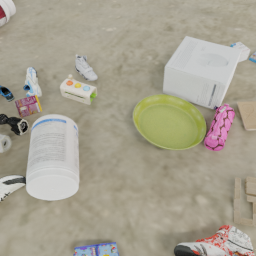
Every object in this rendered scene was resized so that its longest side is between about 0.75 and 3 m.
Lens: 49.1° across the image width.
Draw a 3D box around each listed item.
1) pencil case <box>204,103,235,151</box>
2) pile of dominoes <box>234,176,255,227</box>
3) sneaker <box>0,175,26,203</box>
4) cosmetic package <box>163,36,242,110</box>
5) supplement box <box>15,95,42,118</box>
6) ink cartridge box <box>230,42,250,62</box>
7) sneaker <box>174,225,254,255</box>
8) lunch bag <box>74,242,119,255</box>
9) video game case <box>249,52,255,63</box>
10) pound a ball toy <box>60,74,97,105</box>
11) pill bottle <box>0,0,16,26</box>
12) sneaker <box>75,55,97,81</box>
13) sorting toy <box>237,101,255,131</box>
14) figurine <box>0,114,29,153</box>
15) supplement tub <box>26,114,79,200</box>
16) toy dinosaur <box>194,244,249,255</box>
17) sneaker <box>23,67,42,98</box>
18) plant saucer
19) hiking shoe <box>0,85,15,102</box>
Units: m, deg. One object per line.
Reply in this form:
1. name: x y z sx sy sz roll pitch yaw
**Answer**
1. pencil case: 3.419 -0.044 10.448 0.835 0.862 1.841 18 53 16
2. pile of dominoes: 4.003 2.369 8.930 1.264 0.258 1.621 11 59 8
3. sneaker: -4.159 2.153 8.800 2.084 0.768 0.834 -23 68 -13
4. cosmetic package: 3.120 -2.391 11.956 2.512 1.544 2.504 22 53 17
5. supplement box: -4.014 -0.882 11.327 0.903 0.591 0.466 -19 53 -17
6. ink cartridge box: 5.434 -3.721 13.714 0.577 0.574 0.787 -20 53 -16
7. sneaker: 2.362 3.226 7.705 2.192 0.732 1.175 13 42 3
8. lunch bag: -0.760 3.709 7.581 1.294 0.609 0.974 -3 48 -18
9. video game case: 6.908 -3.573 13.876 1.178 0.147 1.647 34 57 24
10. pound a ball toy: -2.117 -1.791 12.014 1.663 0.706 1.084 20 53 15
11. pill bottle: -7.489 -6.114 15.090 1.528 1.528 2.704 25 55 19
12. sneaker: -1.947 -2.758 12.745 0.538 0.823 1.431 -35 58 -26
13. sorting toy: 5.508 -0.481 11.186 2.047 0.301 1.513 -1 53 -2
14. figurine: -4.782 0.099 10.567 1.462 0.645 1.499 17 51 25
15. supplement tub: -2.415 0.909 9.166 1.610 1.610 2.440 -5 50 -4
16. toy dinosaur: 1.843 3.835 6.790 2.462 2.713 1.424 8 32 -17
17. sneaker: -4.243 -2.012 12.207 0.698 0.692 1.926 -11 50 -19
18. plant saucer: 1.549 -0.184 10.666 2.806 0.436 2.806 5 48 -5
19. hiking shoe: -5.332 -1.632 11.994 1.215 0.527 0.452 30 56 23
